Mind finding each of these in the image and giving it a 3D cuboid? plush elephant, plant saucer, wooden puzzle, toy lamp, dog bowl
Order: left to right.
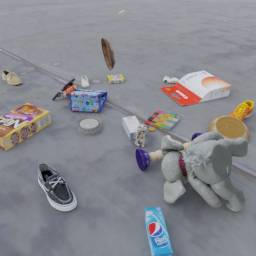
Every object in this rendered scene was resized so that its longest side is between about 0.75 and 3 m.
[{"bbox_3d":[-1.526,-0.094,11.053,1.010,0.296,1.010,-1,33,0],"label":"dog bowl"},{"bbox_3d":[-0.620,-2.395,9.047,0.194,1.060,1.060,-17,36,-10],"label":"plant saucer"},{"bbox_3d":[1.441,-0.309,11.531,1.115,0.132,1.880,20,38,28],"label":"wooden puzzle"},{"bbox_3d":[1.680,0.718,9.364,2.850,0.830,0.830,-11,35,-16],"label":"toy lamp"},{"bbox_3d":[1.871,1.130,7.925,2.560,2.108,1.982,18,-19,-33],"label":"plush elephant"},{"bbox_3d":[3.808,0.036,10.482,1.510,0.267,1.510,0,50,0],"label":"plant saucer"}]

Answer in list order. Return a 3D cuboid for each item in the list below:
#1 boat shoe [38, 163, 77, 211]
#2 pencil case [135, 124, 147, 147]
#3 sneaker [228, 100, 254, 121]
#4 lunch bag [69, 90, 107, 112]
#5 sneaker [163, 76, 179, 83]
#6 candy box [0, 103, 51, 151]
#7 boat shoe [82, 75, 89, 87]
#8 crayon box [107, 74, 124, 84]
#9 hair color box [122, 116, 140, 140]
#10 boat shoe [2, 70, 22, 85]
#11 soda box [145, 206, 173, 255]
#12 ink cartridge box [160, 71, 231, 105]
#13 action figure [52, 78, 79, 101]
[{"bbox_3d":[-2.093,1.634,8.064,0.664,0.628,1.852,-21,39,-29],"label":"boat shoe"},{"bbox_3d":[0.475,0.260,9.999,0.381,0.852,0.332,25,42,22],"label":"pencil case"},{"bbox_3d":[4.534,-0.632,11.493,0.704,0.744,1.929,26,42,32],"label":"sneaker"},{"bbox_3d":[-1.736,-1.384,12.783,1.349,0.843,1.791,3,21,6],"label":"lunch bag"},{"bbox_3d":[2.268,-2.474,14.777,0.873,0.328,0.354,14,47,26],"label":"sneaker"},{"bbox_3d":[-4.245,-0.109,10.776,1.312,0.635,2.249,20,39,26],"label":"candy box"},{"bbox_3d":[-2.244,-2.458,14.645,0.373,0.367,1.052,-6,33,-9],"label":"boat shoe"},{"bbox_3d":[-0.659,-2.619,15.021,0.794,0.231,0.685,-7,35,-10],"label":"crayon box"},{"bbox_3d":[0.185,-0.019,10.887,0.569,0.348,1.149,-9,35,-13],"label":"hair color box"},{"bbox_3d":[-6.217,-2.701,14.884,1.580,0.513,0.570,27,41,35],"label":"boat shoe"},{"bbox_3d":[0.712,2.569,6.776,0.429,0.454,1.338,-4,33,-5],"label":"soda box"},{"bbox_3d":[3.241,-2.034,13.738,2.700,0.677,2.190,-11,34,-21],"label":"ink cartridge box"},{"bbox_3d":[-2.808,-1.590,13.023,1.462,0.765,1.414,-43,17,1],"label":"action figure"}]
